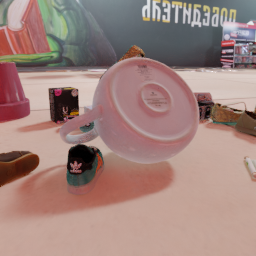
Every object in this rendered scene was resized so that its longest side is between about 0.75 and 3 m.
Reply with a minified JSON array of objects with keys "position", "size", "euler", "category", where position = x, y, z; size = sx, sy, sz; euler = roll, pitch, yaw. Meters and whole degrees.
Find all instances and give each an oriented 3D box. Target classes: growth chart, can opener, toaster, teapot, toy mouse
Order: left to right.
[{"position":[-1.555,-0.147,9.391],"size":[1.950,0.377,1.733],"euler":[7,16,24],"category":"toy mouse"},{"position":[0.193,-0.202,6.721],"size":[2.679,1.957,2.645],"euler":[33,53,-6],"category":"teapot"},{"position":[2.302,-1.158,12.337],"size":[2.913,0.777,0.974],"euler":[0,14,5],"category":"can opener"},{"position":[2.570,-0.665,10.810],"size":[0.957,0.628,1.058],"euler":[-9,18,-28],"category":"toaster"},{"position":[3.472,0.929,5.906],"size":[1.839,0.163,1.331],"euler":[5,17,18],"category":"growth chart"}]

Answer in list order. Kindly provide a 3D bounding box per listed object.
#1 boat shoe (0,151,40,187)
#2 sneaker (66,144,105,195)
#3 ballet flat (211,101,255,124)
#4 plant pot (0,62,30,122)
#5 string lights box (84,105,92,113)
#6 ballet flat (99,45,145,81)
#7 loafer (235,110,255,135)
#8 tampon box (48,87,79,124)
[{"position":[-2.572,0.815,5.597],"size":[0.576,0.577,1.639],"euler":[13,12,27],"category":"boat shoe"},{"position":[-0.858,0.627,5.871],"size":[0.673,0.753,1.884],"euler":[0,15,0],"category":"sneaker"},{"position":[4.235,-0.498,9.807],"size":[2.574,0.910,0.910],"euler":[6,17,21],"category":"ballet flat"},{"position":[-5.181,-1.508,11.062],"size":[2.378,2.129,2.378],"euler":[0,16,0],"category":"plant pot"},{"position":[-0.849,-0.654,11.049],"size":[1.584,0.467,0.814],"euler":[-8,17,-27],"category":"string lights box"},{"position":[-0.163,-2.295,10.780],"size":[0.812,0.812,2.297],"euler":[17,60,47],"category":"ballet flat"},{"position":[4.214,-0.060,8.448],"size":[0.799,0.709,2.102],"euler":[-12,19,-36],"category":"loafer"},{"position":[-2.380,-0.873,10.431],"size":[0.915,1.221,0.771],"euler":[-10,18,-32],"category":"tampon box"}]
